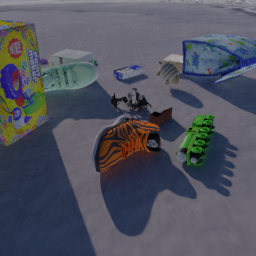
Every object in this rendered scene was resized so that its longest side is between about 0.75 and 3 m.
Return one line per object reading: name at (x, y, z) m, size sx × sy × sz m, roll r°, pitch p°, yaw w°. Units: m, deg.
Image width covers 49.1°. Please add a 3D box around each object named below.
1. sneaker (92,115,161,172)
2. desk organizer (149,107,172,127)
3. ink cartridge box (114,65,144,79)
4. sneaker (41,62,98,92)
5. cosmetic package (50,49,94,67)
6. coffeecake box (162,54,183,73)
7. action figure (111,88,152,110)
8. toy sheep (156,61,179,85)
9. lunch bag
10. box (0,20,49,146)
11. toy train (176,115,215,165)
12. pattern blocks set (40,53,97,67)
sneaker at (0.094, 0.312, 6.393) m, size 1.240 × 0.859 × 2.214 m, roll 9°, pitch 30°, yaw 19°
desk organizer at (0.956, -0.349, 8.129) m, size 0.312 × 0.335 × 0.871 m, roll 19°, pitch 34°, yaw 31°
ink cartridge box at (0.037, -2.388, 11.906) m, size 1.242 × 0.275 × 0.584 m, roll -24°, pitch 38°, yaw -37°
sneaker at (-2.408, -1.618, 9.741) m, size 2.660 × 0.979 × 1.569 m, roll -7°, pitch 22°, yaw 8°
cosmetic package at (-2.171, -2.411, 11.088) m, size 1.327 × 1.094 × 1.095 m, roll 12°, pitch 32°, yaw 23°
coffeecake box at (2.217, -2.965, 12.752) m, size 0.974 × 0.464 × 1.269 m, roll 13°, pitch 31°, yaw 22°
action figure at (0.123, -0.901, 8.838) m, size 1.282 × 0.654 × 0.762 m, roll 4°, pitch 18°, yaw 10°
toy sheep at (1.509, -2.099, 10.571) m, size 1.107 × 0.763 × 0.763 m, roll 47°, pitch 44°, yaw 8°
lunch bag at (3.923, -2.811, 11.163) m, size 2.338 × 1.752 × 2.749 m, roll -21°, pitch 26°, yaw -34°
box at (-3.803, -1.342, 7.425) m, size 2.633 × 2.734 × 1.668 m, roll 12°, pitch 31°, yaw 21°
toy train at (1.732, 0.228, 7.009) m, size 0.618 × 0.457 × 2.193 m, roll 3°, pitch 27°, yaw 26°
pattern blocks set at (-2.907, -3.238, 13.511) m, size 2.725 × 0.221 × 2.395 m, roll 8°, pitch 30°, yaw 13°
